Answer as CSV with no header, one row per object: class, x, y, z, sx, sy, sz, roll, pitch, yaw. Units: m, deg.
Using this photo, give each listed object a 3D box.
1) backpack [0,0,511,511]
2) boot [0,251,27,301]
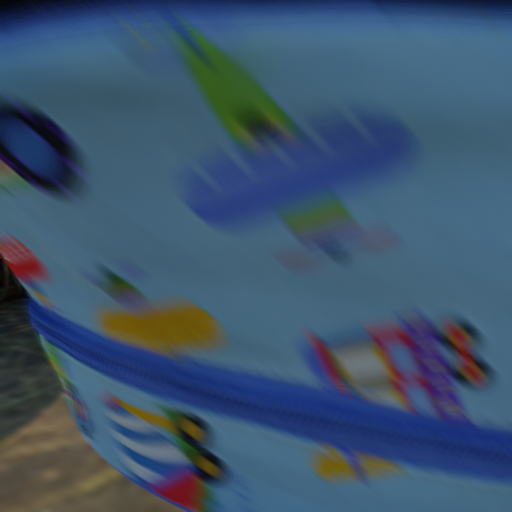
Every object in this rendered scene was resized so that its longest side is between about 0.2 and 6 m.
backpack,0.700,0.057,2.486,3.570,2.402,3.259,-2,12,-12
boot,-2.924,0.016,5.732,1.369,1.335,3.628,9,9,-10
